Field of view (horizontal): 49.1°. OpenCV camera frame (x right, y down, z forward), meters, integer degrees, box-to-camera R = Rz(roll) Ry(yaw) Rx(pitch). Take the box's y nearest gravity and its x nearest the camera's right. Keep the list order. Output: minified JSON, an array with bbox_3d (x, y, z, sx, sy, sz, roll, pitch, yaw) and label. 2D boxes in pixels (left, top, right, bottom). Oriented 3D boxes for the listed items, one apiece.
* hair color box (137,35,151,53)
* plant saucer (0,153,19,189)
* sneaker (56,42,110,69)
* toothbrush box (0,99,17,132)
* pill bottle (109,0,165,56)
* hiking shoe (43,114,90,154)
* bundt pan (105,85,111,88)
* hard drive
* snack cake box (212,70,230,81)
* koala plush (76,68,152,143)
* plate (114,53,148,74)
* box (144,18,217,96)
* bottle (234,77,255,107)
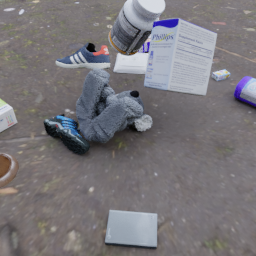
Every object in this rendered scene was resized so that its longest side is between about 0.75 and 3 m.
[{"bbox_3d":[1.172,-5.185,17.021,1.971,0.639,1.077,-23,42,-21],"label":"hair color box"},{"bbox_3d":[-4.867,1.506,10.116,1.742,0.279,1.742,-1,44,1],"label":"plant saucer"},{"bbox_3d":[-1.842,-2.941,11.395,2.477,1.047,0.929,6,14,21],"label":"sneaker"},{"bbox_3d":[-6.007,-0.613,11.944,2.021,0.870,1.472,29,50,29],"label":"toothbrush box"},{"bbox_3d":[0.345,-4.592,12.284,1.650,2.835,1.650,10,64,-22],"label":"pill bottle"},{"bbox_3d":[-2.282,0.097,11.143,2.481,0.923,1.076,31,52,29],"label":"hiking shoe"},{"bbox_3d":[-1.402,-1.257,12.541,1.666,0.625,1.666,-20,30,12],"label":"bundt pan"},{"bbox_3d":[0.117,3.046,8.458,1.511,0.248,1.054,3,43,4],"label":"hard drive"},{"bbox_3d":[4.893,-2.779,14.728,0.816,0.274,0.469,-17,46,-18],"label":"snack cake box"},{"bbox_3d":[-0.388,-0.738,11.200,2.484,2.574,2.801,46,32,21],"label":"koala plush"},{"bbox_3d":[0.323,-3.736,15.723,2.085,0.337,2.081,4,44,4],"label":"plate"},{"bbox_3d":[1.995,-2.592,10.635,2.272,2.471,1.296,1,12,-40],"label":"box"},{"bbox_3d":[6.378,-1.333,12.646,2.929,0.956,1.224,33,58,30],"label":"bottle"}]
